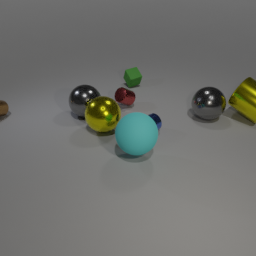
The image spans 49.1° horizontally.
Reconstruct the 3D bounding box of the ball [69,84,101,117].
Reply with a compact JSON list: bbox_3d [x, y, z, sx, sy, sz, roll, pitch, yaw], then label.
[{"bbox_3d":[-1.819,-1.147,11.931,1.400,1.400,1.400,0,30,0],"label":"ball"}]

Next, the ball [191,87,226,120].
[{"bbox_3d":[3.367,-1.027,11.711,1.400,1.400,1.400,0,30,0],"label":"ball"}]

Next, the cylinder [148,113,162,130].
[{"bbox_3d":[0.833,-0.143,10.891,0.700,0.700,0.700,-26,39,-38],"label":"cylinder"}]

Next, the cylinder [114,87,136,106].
[{"bbox_3d":[-0.134,-1.431,12.737,0.700,0.700,0.700,13,13,-47],"label":"cylinder"}]

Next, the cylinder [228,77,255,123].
[{"bbox_3d":[5.140,-1.151,11.554,1.400,1.400,1.400,43,47,21],"label":"cylinder"}]

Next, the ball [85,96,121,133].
[{"bbox_3d":[-0.959,-0.524,10.762,1.400,1.400,1.400,0,30,0],"label":"ball"}]

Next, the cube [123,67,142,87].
[{"bbox_3d":[0.254,-2.728,15.015,0.700,0.700,0.700,-20,68,-20],"label":"cube"}]

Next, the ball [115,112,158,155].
[{"bbox_3d":[0.280,0.188,9.135,1.400,1.400,1.400,0,30,0],"label":"ball"}]

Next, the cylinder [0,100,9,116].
[{"bbox_3d":[-5.534,-0.844,11.791,0.700,0.700,0.700,5,3,9],"label":"cylinder"}]
